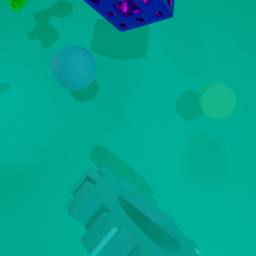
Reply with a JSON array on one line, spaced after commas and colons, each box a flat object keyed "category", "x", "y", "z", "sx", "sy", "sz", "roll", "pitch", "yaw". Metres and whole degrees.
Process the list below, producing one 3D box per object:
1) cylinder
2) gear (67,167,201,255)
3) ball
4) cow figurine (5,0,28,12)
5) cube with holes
[{"category": "cylinder", "x": 2.105, "y": -0.689, "z": 6.694, "sx": 0.811, "sy": 0.811, "sz": 0.811, "roll": 3, "pitch": 107, "yaw": 10}, {"category": "gear", "x": 0.158, "y": 1.266, "z": 3.462, "sx": 1.948, "sy": 1.948, "sz": 0.360, "roll": 41, "pitch": 96, "yaw": 18}, {"category": "ball", "x": -1.135, "y": -1.261, "z": 5.884, "sx": 0.936, "sy": 0.936, "sz": 0.936, "roll": 0, "pitch": 64, "yaw": 0}, {"category": "cow figurine", "x": -2.622, "y": -3.616, "z": 6.336, "sx": 1.532, "sy": 0.841, "sz": 1.507, "roll": 36, "pitch": 84, "yaw": 8}, {"category": "cube with holes", "x": 0.075, "y": -3.130, "z": 5.885, "sx": 1.387, "sy": 1.387, "sz": 1.387, "roll": -2, "pitch": 75, "yaw": 36}]
